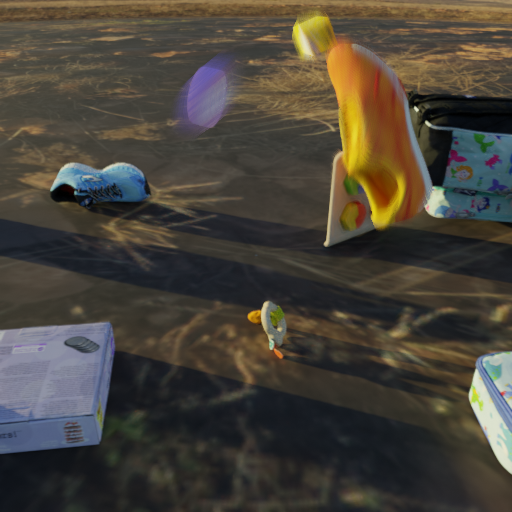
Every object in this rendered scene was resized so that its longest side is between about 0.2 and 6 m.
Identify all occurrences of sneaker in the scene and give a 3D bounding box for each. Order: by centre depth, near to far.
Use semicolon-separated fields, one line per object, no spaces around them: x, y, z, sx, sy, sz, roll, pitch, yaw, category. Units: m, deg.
1.657;-1.772;8.024;1.046;2.712;0.990;-24;-1;-31;sneaker
-3.000;-1.205;10.734;2.108;0.826;0.948;2;41;19;sneaker

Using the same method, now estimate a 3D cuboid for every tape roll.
-0.846;-2.766;9.779;0.325;0.990;0.990;16;31;12;tape roll

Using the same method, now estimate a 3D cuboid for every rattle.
0.092;0.980;7.051;0.530;0.483;0.742;-10;56;16;rattle

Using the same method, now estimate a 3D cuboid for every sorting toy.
1.834;-1.029;9.188;1.590;1.718;0.313;-20;40;-34;sorting toy

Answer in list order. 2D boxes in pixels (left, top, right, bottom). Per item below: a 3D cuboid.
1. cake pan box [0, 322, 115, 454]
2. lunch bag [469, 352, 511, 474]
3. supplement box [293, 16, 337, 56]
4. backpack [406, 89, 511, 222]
-2.500;1.386;6.059;1.764;0.461;1.625;-4;26;-8;cake pan box
3.133;1.546;5.522;1.705;0.703;1.371;-1;31;0;lunch bag
0.918;-3.461;8.797;0.440;0.437;0.803;-24;25;3;supplement box
4.267;-1.858;10.179;2.936;2.210;2.606;-2;27;4;backpack
